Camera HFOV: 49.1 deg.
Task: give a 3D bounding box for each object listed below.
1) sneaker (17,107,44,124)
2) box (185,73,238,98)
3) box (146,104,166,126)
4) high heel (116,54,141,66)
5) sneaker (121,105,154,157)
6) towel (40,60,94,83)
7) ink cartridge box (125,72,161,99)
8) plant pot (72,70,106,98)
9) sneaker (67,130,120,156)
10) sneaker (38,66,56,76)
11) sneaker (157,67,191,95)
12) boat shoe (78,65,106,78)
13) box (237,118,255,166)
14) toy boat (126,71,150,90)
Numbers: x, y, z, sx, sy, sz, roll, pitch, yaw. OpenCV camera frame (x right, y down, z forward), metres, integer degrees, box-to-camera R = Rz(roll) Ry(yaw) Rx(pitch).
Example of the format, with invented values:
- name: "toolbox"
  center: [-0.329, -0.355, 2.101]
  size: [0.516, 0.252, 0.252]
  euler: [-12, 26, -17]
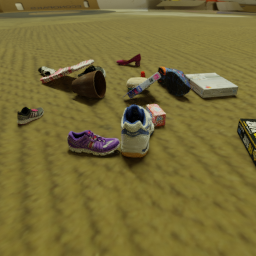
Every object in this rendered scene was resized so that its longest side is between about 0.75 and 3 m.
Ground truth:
- name: "sneaker"
  center: [-3.634, -0.583, 10.433]
  size: [0.444, 0.527, 1.205]
  euler: [17, 33, 29]
- name: "box"
  center: [3.846, -2.059, 13.208]
  size: [1.686, 0.445, 2.163]
  euler: [-6, 27, -11]
- name: "box"
  center: [1.017, -0.485, 10.314]
  size: [0.437, 0.474, 0.924]
  euler: [-8, 29, -14]
- name: "high heel"
  center: [0.039, -4.152, 16.774]
  size: [1.529, 0.735, 0.516]
  euler: [5, 29, 10]
- name: "sneaker"
  center: [0.338, -0.272, 9.114]
  size: [1.076, 1.260, 2.858]
  euler: [0, 28, 2]
- name: "towel"
  center: [-3.054, -2.879, 14.001]
  size: [2.376, 0.355, 1.739]
  euler: [-10, 21, 32]
- name: "ink cartridge box"
  center: [0.595, -1.762, 12.039]
  size: [1.616, 0.339, 0.965]
  euler: [-35, 4, -24]
- name: "plant pot"
  center: [-1.781, -1.860, 12.324]
  size: [1.279, 1.196, 1.196]
  euler: [-4, 26, 21]
- name: "sneaker"
  center: [-1.058, 0.396, 8.477]
  size: [1.642, 0.685, 0.662]
  euler: [3, 29, 4]
- name: "sneaker"
  center: [-4.443, -3.027, 15.038]
  size: [1.133, 0.420, 0.501]
  euler: [12, 28, 21]
- name: "sneaker"
  center: [2.291, -2.315, 13.170]
  size: [1.073, 1.031, 2.736]
  euler: [-5, 30, -15]
- name: "boat shoe"
  center: [-1.781, -2.666, 13.976]
  size: [0.964, 0.795, 2.809]
  euler: [6, 29, 10]
- name: "box"
  center: [4.543, 0.437, 8.556]
  size: [1.790, 0.553, 2.242]
  euler: [1, 29, 5]
- name: "toy boat"
  center: [0.593, -2.147, 13.340]
  size: [1.159, 0.641, 1.379]
  euler: [5, 37, 19]
